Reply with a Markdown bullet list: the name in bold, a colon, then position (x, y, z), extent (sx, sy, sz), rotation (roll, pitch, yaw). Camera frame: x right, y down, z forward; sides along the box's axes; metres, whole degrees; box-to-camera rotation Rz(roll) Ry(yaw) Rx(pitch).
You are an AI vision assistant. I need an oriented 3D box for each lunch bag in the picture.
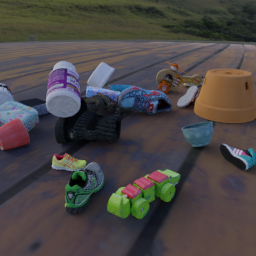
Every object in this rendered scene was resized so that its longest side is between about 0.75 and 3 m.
- **lunch bag**: position (-4.133, -0.421, 10.251), extent (1.555, 0.599, 1.247), rotation (23, 44, 18)

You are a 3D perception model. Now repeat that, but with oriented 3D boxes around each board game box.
- **board game box**: position (-0.926, -1.555, 13.164), extent (2.038, 0.373, 1.542), rotation (10, 14, -11)

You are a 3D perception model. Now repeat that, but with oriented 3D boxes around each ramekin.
- **ramekin**: position (-1.479, -2.730, 14.990), extent (0.777, 1.594, 1.594), rotation (36, 22, -7)

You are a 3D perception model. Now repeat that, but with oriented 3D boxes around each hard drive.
- **hard drive**: position (-4.392, -0.780, 11.880), extent (1.463, 0.459, 2.169), rotation (18, 28, 37)

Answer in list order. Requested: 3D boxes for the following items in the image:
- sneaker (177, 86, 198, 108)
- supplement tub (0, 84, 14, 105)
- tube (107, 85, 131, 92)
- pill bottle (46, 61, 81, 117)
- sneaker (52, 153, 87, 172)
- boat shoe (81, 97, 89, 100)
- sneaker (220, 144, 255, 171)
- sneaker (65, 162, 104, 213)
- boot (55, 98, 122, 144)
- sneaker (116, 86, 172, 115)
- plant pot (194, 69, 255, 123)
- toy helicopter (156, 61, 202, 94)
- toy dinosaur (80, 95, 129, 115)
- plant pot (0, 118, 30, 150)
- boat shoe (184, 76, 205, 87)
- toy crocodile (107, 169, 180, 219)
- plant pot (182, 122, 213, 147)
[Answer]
- **sneaker**: position (2.880, -1.314, 13.173), extent (0.581, 0.588, 1.482), rotation (16, 51, 42)
- **supplement tub**: position (-5.793, -1.418, 12.698), extent (1.043, 1.043, 1.703), rotation (-10, 25, -24)
- **tube**: position (-0.344, -2.237, 15.593), extent (1.757, 0.443, 0.680), rotation (-13, 25, -37)
- **pill bottle**: position (-2.137, -1.363, 9.367), extent (1.079, 1.079, 1.922), rotation (-3, 48, -8)
- **sneaker**: position (-1.628, 0.920, 7.736), extent (0.985, 0.445, 0.385), rotation (2, 21, 0)
- **boat shoe**: position (-1.813, -1.182, 12.866), extent (0.490, 0.478, 1.295), rotation (12, 14, 40)
- **sneaker**: position (3.252, 0.748, 8.084), extent (0.686, 0.475, 1.136), rotation (-13, 33, -18)
- **sneaker**: position (-0.982, 1.240, 6.607), extent (0.645, 0.704, 1.653), rotation (4, 22, 9)
- **boot**: position (-1.226, -0.320, 9.889), extent (2.073, 1.043, 2.772), rotation (-5, 32, 5)
- **sneaker**: position (0.779, -1.133, 11.871), extent (2.528, 1.002, 1.207), rotation (-3, 27, -23)
- **plant pot**: position (4.166, -1.476, 11.845), extent (2.565, 1.796, 2.565), rotation (0, 21, 0)
- **toy helicopter**: position (2.774, -2.752, 15.183), extent (2.458, 1.626, 0.970), rotation (1, 22, 3)
- **toy dinosaur**: position (-1.149, -1.034, 11.788), extent (2.711, 1.043, 1.387), rotation (-15, 39, -25)
- **plant pot**: position (-3.727, 0.241, 8.925), extent (0.829, 0.937, 0.937), rotation (-26, 33, -33)
- **boat shoe**: position (4.070, -2.826, 16.765), extent (1.762, 0.572, 0.636), rotation (-11, 25, -26)
- **toy crocodile**: position (0.407, 1.386, 6.284), extent (2.179, 0.673, 0.735), rotation (-19, 29, -39)
- **plant pot**: position (2.275, 0.227, 8.979), extent (0.976, 0.654, 0.976), rotation (-13, 4, 1)
